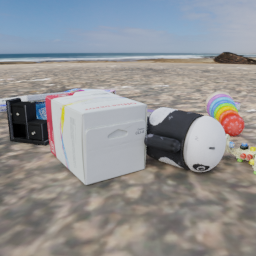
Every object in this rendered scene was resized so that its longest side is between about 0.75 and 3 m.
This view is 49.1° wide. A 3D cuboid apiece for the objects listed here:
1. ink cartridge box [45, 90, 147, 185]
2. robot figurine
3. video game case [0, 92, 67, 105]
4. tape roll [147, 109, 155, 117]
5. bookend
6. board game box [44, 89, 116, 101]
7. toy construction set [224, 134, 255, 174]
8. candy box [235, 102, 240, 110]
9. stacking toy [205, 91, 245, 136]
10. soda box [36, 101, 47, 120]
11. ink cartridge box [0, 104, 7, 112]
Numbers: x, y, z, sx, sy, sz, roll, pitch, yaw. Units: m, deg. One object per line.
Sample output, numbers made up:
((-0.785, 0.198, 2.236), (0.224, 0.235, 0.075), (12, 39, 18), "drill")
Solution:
((-0.920, 0.079, 7.667), (1.834, 1.826, 2.525), (-11, 20, -31), "ink cartridge box")
((1.376, 0.298, 7.596), (2.454, 1.531, 1.844), (14, 51, 39), "robot figurine")
((-4.331, -1.329, 12.670), (2.183, 0.280, 2.401), (-2, 9, 31), "video game case")
((0.539, -0.073, 9.866), (1.623, 0.690, 1.623), (-2, 23, 1), "tape roll")
((-3.265, -0.237, 9.464), (1.430, 1.421, 0.659), (7, 17, 17), "bookend")
((-2.499, -1.572, 15.005), (2.799, 0.577, 2.805), (6, 20, 25), "board game box")
((3.242, 0.737, 7.562), (1.065, 0.748, 1.624), (-15, 33, -41), "toy construction set")
((5.059, -1.131, 14.268), (0.795, 0.339, 0.947), (-12, 21, -35), "candy box")
((3.872, -0.480, 11.095), (1.242, 1.242, 2.909), (2, 24, 6), "stacking toy")
((-3.173, -0.796, 12.464), (2.327, 0.747, 0.789), (-6, 18, -17), "soda box")
((-5.833, -1.068, 14.150), (1.314, 0.291, 0.618), (-11, 19, -32), "ink cartridge box")
